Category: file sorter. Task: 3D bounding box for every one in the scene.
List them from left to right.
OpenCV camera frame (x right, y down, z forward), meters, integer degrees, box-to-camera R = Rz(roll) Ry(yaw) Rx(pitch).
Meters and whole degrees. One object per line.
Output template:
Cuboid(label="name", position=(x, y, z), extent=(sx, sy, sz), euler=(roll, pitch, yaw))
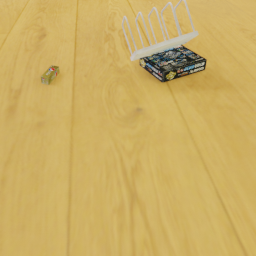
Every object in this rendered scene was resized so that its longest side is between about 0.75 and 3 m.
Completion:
Cuboid(label="file sorter", position=(1.091, -3.634, 10.422), extent=(2.342, 1.458, 1.625), euler=(-18, 8, -3))

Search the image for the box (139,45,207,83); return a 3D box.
Cuboid(label="box", position=(1.840, -2.722, 11.576), extent=(2.197, 0.505, 1.746), euler=(-20, 44, -23))

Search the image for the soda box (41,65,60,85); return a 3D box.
Cuboid(label="soda box", position=(-3.034, -2.082, 10.956), extent=(0.329, 0.311, 0.972), euler=(13, 42, 7))
